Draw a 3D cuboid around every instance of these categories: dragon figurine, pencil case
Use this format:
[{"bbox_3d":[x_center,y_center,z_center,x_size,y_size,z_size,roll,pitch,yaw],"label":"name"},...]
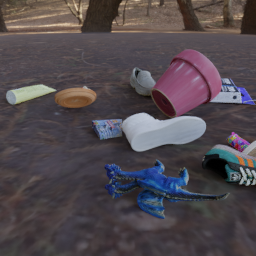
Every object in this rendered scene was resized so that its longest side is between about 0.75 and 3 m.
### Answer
[{"bbox_3d":[0.650,1.356,6.003,2.672,0.786,1.329,20,31,39],"label":"dragon figurine"},{"bbox_3d":[3.386,0.500,8.434,0.419,0.419,0.948,-6,26,-14],"label":"pencil case"}]

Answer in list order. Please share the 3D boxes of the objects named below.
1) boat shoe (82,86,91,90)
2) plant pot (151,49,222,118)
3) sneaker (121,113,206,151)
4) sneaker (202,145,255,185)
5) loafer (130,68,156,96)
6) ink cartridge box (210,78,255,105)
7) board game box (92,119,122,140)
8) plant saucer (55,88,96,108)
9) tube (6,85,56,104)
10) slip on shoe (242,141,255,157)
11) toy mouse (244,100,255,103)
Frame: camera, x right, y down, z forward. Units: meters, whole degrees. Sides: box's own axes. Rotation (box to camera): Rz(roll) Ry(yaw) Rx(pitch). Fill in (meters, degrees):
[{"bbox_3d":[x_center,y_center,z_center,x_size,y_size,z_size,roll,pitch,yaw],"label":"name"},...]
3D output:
[{"bbox_3d":[-1.730,-1.482,12.204,0.531,0.467,1.492,39,5,12],"label":"boat shoe"},{"bbox_3d":[2.075,-1.538,10.836,2.016,2.252,2.252,-39,36,-12],"label":"plant pot"},{"bbox_3d":[1.091,-0.109,9.146,2.590,0.954,1.497,-9,28,-16],"label":"sneaker"},{"bbox_3d":[2.841,1.088,6.770,2.185,0.780,0.873,16,36,39],"label":"sneaker"},{"bbox_3d":[0.778,-2.364,14.187,1.023,1.021,2.927,-8,25,-18],"label":"loafer"},{"bbox_3d":[4.541,-1.870,13.606,2.700,0.586,2.675,5,25,8],"label":"ink cartridge box"},{"bbox_3d":[-0.614,-0.010,9.696,1.036,0.320,1.037,-10,25,-19],"label":"board game box"},{"bbox_3d":[-2.121,-1.171,11.396,1.674,0.270,1.674,-8,-15,-2],"label":"plant saucer"},{"bbox_3d":[-4.560,-1.680,13.282,0.642,0.717,2.472,-31,3,33],"label":"tube"},{"bbox_3d":[3.755,0.709,7.746,1.861,0.708,0.564,-13,48,-34],"label":"slip on shoe"},{"bbox_3d":[6.693,-1.237,11.440,2.764,0.535,2.457,0,6,-13],"label":"toy mouse"}]
